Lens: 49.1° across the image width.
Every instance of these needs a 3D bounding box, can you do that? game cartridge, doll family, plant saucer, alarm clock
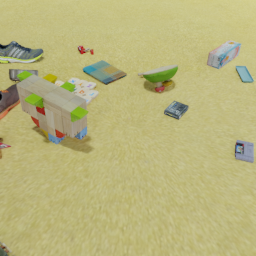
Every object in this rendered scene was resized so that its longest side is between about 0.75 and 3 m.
[{"bbox_3d":[3.816,0.745,9.173,0.573,0.170,0.884,15,42,11],"label":"game cartridge"},{"bbox_3d":[-3.173,2.903,6.238,1.534,0.602,0.886,22,48,32],"label":"doll family"},{"bbox_3d":[5.473,-2.539,13.198,0.516,0.140,1.477,2,39,3],"label":"plant saucer"},{"bbox_3d":[-4.408,-2.236,11.960,1.188,0.586,1.761,-4,9,-32],"label":"alarm clock"}]

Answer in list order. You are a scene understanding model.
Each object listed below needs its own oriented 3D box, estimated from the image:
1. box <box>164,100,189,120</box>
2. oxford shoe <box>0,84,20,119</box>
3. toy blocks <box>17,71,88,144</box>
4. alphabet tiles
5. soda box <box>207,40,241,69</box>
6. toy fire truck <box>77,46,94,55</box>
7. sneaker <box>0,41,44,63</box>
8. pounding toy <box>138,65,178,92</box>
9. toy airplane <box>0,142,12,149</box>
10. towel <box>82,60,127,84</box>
[{"bbox_3d":[1.882,-0.705,10.886,0.652,0.211,0.827,25,46,26],"label":"box"},{"bbox_3d":[-4.837,-1.224,11.046,0.792,0.807,2.225,5,40,6],"label":"oxford shoe"},{"bbox_3d":[-2.440,-0.402,9.270,2.920,1.996,1.459,26,47,20],"label":"toy blocks"},{"bbox_3d":[-2.414,-1.488,11.883,2.185,0.159,2.137,17,42,20],"label":"alphabet tiles"},{"bbox_3d":[4.900,-3.756,14.241,0.739,0.687,2.162,31,49,32],"label":"soda box"},{"bbox_3d":[-2.296,-4.225,15.168,0.698,0.241,0.989,-14,41,-18],"label":"toy fire truck"},{"bbox_3d":[-5.510,-3.878,14.163,2.393,0.969,0.884,-5,40,-6],"label":"sneaker"},{"bbox_3d":[1.427,-2.142,12.324,1.528,0.918,1.979,-18,15,-10],"label":"pounding toy"},{"bbox_3d":[-5.200,0.721,8.918,2.719,0.500,2.719,0,41,0],"label":"toy airplane"},{"bbox_3d":[-1.128,-2.654,13.305,1.344,0.199,1.832,-30,49,-31],"label":"towel"}]
